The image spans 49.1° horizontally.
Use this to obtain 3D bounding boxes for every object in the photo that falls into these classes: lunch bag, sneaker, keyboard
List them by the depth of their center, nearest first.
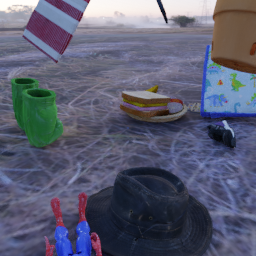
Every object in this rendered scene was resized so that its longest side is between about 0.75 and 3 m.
[{"bbox_3d":[0.498,-2.143,4.478,0.179,0.903,0.470,-24,-25,16],"label":"keyboard"},{"bbox_3d":[2.530,0.229,7.676,0.612,0.530,1.399,-9,16,8],"label":"sneaker"},{"bbox_3d":[3.836,-1.499,9.684,2.395,1.795,2.817,0,52,23],"label":"lunch bag"}]

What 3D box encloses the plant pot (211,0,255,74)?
[{"bbox_3d":[2.384,-1.779,5.564,1.666,1.166,1.666,17,8,-3],"label":"plant pot"}]

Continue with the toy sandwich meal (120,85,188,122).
[{"bbox_3d":[0.877,-0.942,9.835,2.540,0.870,2.540,0,23,0],"label":"toy sandwich meal"}]

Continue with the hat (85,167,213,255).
[{"bbox_3d":[0.310,1.191,4.699,2.249,0.907,2.249,0,24,0],"label":"hat"}]

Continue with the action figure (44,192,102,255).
[{"bbox_3d":[-0.723,1.741,3.787,0.739,0.584,2.258,-4,29,-16],"label":"action figure"}]

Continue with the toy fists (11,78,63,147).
[{"bbox_3d":[-2.605,-0.463,7.943,0.998,1.480,2.903,-9,24,-32],"label":"toy fists"}]

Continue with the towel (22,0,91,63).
[{"bbox_3d":[-1.750,-3.023,7.212,1.667,2.314,0.263,39,14,28],"label":"towel"}]

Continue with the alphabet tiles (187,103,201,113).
[{"bbox_3d":[2.704,-0.762,10.508,0.897,0.034,1.078,8,24,19],"label":"alphabet tiles"}]
